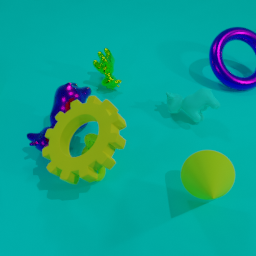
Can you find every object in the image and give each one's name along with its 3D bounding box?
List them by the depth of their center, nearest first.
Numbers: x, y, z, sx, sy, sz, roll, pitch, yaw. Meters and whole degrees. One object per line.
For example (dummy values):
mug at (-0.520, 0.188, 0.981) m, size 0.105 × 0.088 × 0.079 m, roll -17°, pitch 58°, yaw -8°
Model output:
cone at (1.527, 1.073, 5.210) m, size 1.073 × 1.073 × 1.077 m, roll 10°, pitch 13°, yaw 8°
gear at (-0.883, 0.205, 5.514) m, size 1.743 × 0.322 × 1.743 m, roll -13°, pitch 58°, yaw 23°
knot shape at (-0.735, 0.553, 6.177) m, size 0.498 × 1.079 × 1.009 m, roll -2°, pitch 19°, yaw -20°
cow figurine at (-1.562, -0.225, 6.550) m, size 0.925 × 1.685 × 1.658 m, roll 18°, pitch 22°, yaw 16°
cow figurine at (1.599, -0.688, 7.183) m, size 1.159 × 1.178 × 0.647 m, roll 55°, pitch 25°, yaw 17°
cow figurine at (-0.558, -1.660, 8.052) m, size 0.557 × 0.999 × 1.015 m, roll -18°, pitch 39°, yaw 30°
ring at (3.275, -2.035, 8.188) m, size 1.909 × 0.382 × 1.909 m, roll 1°, pitch 83°, yaw -10°
